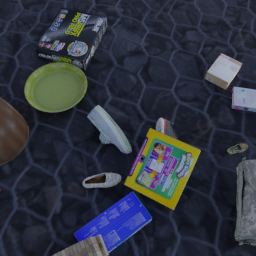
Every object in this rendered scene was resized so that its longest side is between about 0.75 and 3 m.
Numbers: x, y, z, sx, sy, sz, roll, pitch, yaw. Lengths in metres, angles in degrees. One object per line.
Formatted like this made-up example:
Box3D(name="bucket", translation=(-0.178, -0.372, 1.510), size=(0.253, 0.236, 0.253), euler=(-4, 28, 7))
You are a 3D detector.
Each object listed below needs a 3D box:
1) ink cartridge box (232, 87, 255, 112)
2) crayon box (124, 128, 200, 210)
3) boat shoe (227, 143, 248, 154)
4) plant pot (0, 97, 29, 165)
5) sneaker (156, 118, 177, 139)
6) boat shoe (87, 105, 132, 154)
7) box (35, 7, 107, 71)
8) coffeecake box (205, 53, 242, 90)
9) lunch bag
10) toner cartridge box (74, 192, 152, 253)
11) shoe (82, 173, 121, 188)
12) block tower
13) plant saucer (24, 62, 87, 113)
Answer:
Box3D(name="ink cartridge box", translation=(5.099, -1.131, 11.455), size=(1.600, 0.336, 0.954), euler=(8, 61, 8))
Box3D(name="crayon box", translation=(1.162, 1.332, 9.434), size=(1.835, 0.620, 2.127), euler=(25, 91, 12))
Box3D(name="boat shoe", translation=(4.112, 0.745, 10.434), size=(0.827, 0.260, 0.302), euler=(-13, 61, -7))
Box3D(name="plant pot", translation=(-5.103, -0.304, 9.634), size=(2.512, 2.688, 2.512), euler=(0, 61, 0))
Box3D(name="sneaker", translation=(1.498, 0.498, 10.348), size=(0.765, 0.720, 1.869), euler=(7, 68, -15))
Box3D(name="boat shoe", translation=(-0.734, 0.183, 10.548), size=(0.798, 0.781, 2.240), euler=(-41, 73, 9))
Box3D(name="box", translation=(-2.547, -4.198, 12.981), size=(2.371, 0.655, 2.959), euler=(16, 62, 9))
Box3D(name="coffeecake box", translation=(4.127, -2.458, 12.104), size=(1.017, 0.484, 1.325), euler=(33, 66, 17))
Box3D(name="lunch bag", translation=(4.487, 2.371, 8.551), size=(2.305, 1.915, 2.748), euler=(14, 62, 4))
Box3D(name="toner cartridge box", translation=(-0.450, 3.156, 8.943), size=(2.276, 0.491, 1.081), euler=(-32, 66, -16))
Box3D(name="shoe", translation=(-0.893, 1.832, 9.731), size=(1.374, 0.367, 0.480), euler=(-9, 64, -10))
Box3D(name="block tower", translation=(-1.814, 3.897, 8.064), size=(2.402, 0.694, 0.649), euler=(-27, 67, 1))
Box3D(name="plant saucer", translation=(-2.967, -1.648, 11.706), size=(2.573, 0.400, 2.573), euler=(0, 61, 0))
